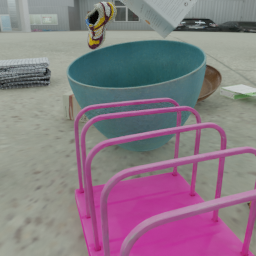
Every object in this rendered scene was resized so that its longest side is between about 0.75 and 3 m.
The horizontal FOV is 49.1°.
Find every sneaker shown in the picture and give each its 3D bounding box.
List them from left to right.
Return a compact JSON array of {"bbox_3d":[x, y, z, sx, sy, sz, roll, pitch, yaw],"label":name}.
[{"bbox_3d":[-1.052,-3.149,8.700,0.792,1.757,0.658,-21,68,-39],"label":"sneaker"}]

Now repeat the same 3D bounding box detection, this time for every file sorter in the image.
[{"bbox_3d":[0.420,0.789,3.449,1.893,1.709,2.724,-7,24,-16],"label":"file sorter"}]

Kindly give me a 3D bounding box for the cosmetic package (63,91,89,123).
[{"bbox_3d":[-1.044,-0.583,7.957,1.514,0.782,0.660,10,24,25],"label":"cosmetic package"}]

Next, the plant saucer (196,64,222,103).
[{"bbox_3d":[1.875,-1.483,9.764,2.665,0.488,2.665,-8,38,6],"label":"plant saucer"}]

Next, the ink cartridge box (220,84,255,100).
[{"bbox_3d":[4.209,-1.232,10.045,1.065,0.351,1.463,-10,25,-23],"label":"ink cartridge box"}]

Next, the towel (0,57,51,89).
[{"bbox_3d":[-4.497,-2.369,11.995,2.375,1.017,1.967,-9,23,-16],"label":"towel"}]

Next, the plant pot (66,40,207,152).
[{"bbox_3d":[0.258,-0.624,6.281,2.852,1.921,2.852,-6,32,4],"label":"plant pot"}]

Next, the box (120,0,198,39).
[{"bbox_3d":[0.414,-3.474,6.602,2.474,1.206,1.539,38,7,-7],"label":"box"}]

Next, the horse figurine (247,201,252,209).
[{"bbox_3d":[2.587,1.435,3.170,1.746,0.657,2.634,-8,27,10],"label":"horse figurine"}]
